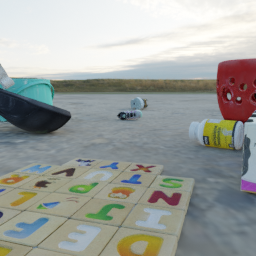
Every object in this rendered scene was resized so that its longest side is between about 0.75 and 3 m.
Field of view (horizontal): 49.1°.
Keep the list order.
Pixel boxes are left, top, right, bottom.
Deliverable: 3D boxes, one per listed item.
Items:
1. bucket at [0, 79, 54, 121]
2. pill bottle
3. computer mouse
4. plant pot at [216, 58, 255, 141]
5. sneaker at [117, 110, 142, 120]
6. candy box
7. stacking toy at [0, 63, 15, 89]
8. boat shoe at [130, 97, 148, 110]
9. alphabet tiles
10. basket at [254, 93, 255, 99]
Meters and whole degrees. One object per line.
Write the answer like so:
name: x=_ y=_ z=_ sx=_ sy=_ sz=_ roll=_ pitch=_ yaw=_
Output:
bucket: x=-3.605 y=-1.019 z=9.751 sx=2.112 sy=1.374 sz=2.112 roll=0 pitch=10 yaw=0
pill bottle: x=1.633 y=0.099 z=5.209 sx=0.915 sy=0.512 sz=0.512 roll=5 pitch=10 yaw=35
computer mouse: x=-2.682 y=-0.429 z=6.988 sx=2.929 sy=0.772 sz=2.028 roll=18 pitch=-2 yaw=30
plant pot: x=2.828 y=-0.599 z=6.000 sx=1.810 sy=1.648 sz=1.810 roll=-1 pitch=9 yaw=0
sneaker: x=-0.005 y=-0.397 z=9.224 sx=0.619 sy=0.344 sz=0.886 roll=-10 pitch=4 yaw=-43
candy box: x=2.533 y=0.193 z=3.617 sx=1.761 sy=0.788 sz=2.582 roll=5 pitch=10 yaw=28
stacking toy: x=-4.235 y=-0.790 z=7.032 sx=2.213 sy=0.690 sz=2.935 roll=-40 pitch=26 yaw=-21
boat shoe: x=0.683 y=-1.212 z=13.529 sx=0.753 sy=0.587 sz=1.660 roll=-7 pitch=8 yaw=-14
alphabet tiles: x=-0.553 y=0.684 z=2.754 sx=2.212 sy=0.084 sz=2.658 roll=3 pitch=9 yaw=18
basket: x=6.336 y=-1.564 z=12.264 sx=2.439 sy=1.839 sz=2.705 roll=3 pitch=5 yaw=13
